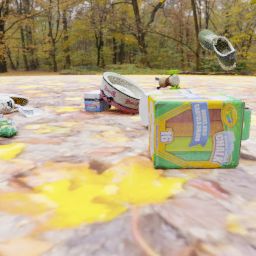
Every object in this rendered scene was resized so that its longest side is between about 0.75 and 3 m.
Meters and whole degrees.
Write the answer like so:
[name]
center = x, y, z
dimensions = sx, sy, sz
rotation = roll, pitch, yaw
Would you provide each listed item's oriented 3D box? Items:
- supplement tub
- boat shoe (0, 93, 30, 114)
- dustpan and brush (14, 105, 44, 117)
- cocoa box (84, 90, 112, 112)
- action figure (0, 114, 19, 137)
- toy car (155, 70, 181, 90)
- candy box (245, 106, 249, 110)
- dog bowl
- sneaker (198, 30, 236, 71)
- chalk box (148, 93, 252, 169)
[supplement tub]
center = 1.546, -0.736, 10.609
dimensions = 1.969, 1.424, 1.424
rotation = -4, 14, -18
[boat shoe]
center = -5.955, -1.161, 13.418
dimensions = 1.038, 1.054, 2.972
rotation = 3, 7, 24
[dustpan and brush]
center = -4.871, -0.852, 13.233
dimensions = 1.483, 0.424, 1.035
rotation = 7, 15, 28
[cocoa box]
center = -1.535, -1.415, 14.507
dimensions = 0.937, 0.922, 1.405
rotation = 6, 15, 22
[action figure]
center = -4.426, -0.080, 9.873
dimensions = 1.259, 0.583, 2.131
rotation = -7, 18, -38
[toy car]
center = 3.217, -3.873, 23.670
dimensions = 2.021, 1.660, 1.594
rotation = -5, 8, 38
[candy box]
center = 5.183, -0.927, 13.738
dimensions = 0.713, 0.345, 1.222
rotation = -9, 14, -28
[dog bowl]
center = -0.239, -1.707, 13.831
dimensions = 2.583, 0.952, 2.583
rotation = 24, 24, -12
[sneaker]
center = 3.626, -3.431, 11.316
dimensions = 0.770, 2.297, 1.031
rotation = -29, -28, 2
[chalk box]
center = 1.881, -0.003, 7.117
dimensions = 2.643, 1.644, 1.636
rotation = -2, 14, 0
